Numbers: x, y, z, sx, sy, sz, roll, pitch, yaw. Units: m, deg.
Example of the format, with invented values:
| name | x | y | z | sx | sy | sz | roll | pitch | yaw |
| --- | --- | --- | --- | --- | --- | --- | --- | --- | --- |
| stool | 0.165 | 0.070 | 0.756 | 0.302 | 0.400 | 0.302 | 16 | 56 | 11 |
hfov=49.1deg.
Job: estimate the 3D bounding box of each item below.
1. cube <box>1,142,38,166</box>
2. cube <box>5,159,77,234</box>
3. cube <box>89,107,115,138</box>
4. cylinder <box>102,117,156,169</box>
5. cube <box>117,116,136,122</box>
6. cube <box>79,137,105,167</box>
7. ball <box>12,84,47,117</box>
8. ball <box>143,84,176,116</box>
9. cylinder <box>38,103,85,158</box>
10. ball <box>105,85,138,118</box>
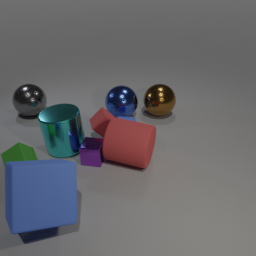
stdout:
| name | x | y | z | sx | sy | sz | roll | pitch | yaw |
| --- | --- | --- | --- | --- | --- | --- | --- | --- | --- |
| cube | -3.249 | 0.971 | 8.470 | 0.700 | 0.700 | 0.700 | -33 | 64 | 7 |
| cube | -2.084 | 1.498 | 6.608 | 1.400 | 1.400 | 1.400 | 0 | -3 | -28 |
| cube | -0.871 | -0.180 | 10.100 | 0.700 | 0.700 | 0.700 | -43 | 32 | 12 |
| cylinder | 0.071 | 0.471 | 9.053 | 1.400 | 1.400 | 1.400 | 12 | 32 | 14 |
| cube | -0.082 | 0.036 | 10.624 | 0.700 | 0.700 | 0.700 | 3 | 30 | 5 |
| cube | -1.160 | 0.788 | 9.303 | 0.700 | 0.700 | 0.700 | 5 | 30 | 9 |
| ball | -4.220 | -1.192 | 12.040 | 1.400 | 1.400 | 1.400 | 0 | 30 | 0 |
| ball | 1.358 | -1.198 | 12.069 | 1.400 | 1.400 | 1.400 | 0 | 30 | 0 |
| cylinder | -2.267 | 0.069 | 9.727 | 1.400 | 1.400 | 1.400 | -4 | 32 | 3 |
| ball | -0.277 | -1.101 | 11.901 | 1.400 | 1.400 | 1.400 | 0 | 30 | 0 |
